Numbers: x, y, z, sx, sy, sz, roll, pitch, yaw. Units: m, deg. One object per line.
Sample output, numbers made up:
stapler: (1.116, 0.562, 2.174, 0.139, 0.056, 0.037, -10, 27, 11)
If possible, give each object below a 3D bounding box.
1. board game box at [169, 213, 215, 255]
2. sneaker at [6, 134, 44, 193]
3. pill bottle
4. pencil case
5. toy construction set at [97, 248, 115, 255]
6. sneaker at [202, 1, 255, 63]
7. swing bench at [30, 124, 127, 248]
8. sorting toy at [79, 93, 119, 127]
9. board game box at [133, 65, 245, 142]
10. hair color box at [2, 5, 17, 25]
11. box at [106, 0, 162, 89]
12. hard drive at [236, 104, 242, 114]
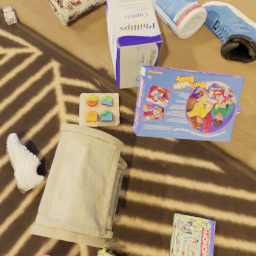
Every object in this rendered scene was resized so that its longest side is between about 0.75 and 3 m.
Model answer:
board game box: (1.767, 3.382, 7.808, 1.169, 0.253, 1.738, 9, 67, 5)
sneaker: (-3.208, 1.018, 8.668, 0.843, 0.721, 1.935, -20, 74, -22)
pill bottle: (1.745, -4.656, 10.618, 1.332, 1.332, 2.373, -32, 72, -12)
pencil case: (-1.674, -5.074, 10.896, 2.857, 1.111, 1.278, -34, 48, -14)
toy construction set: (-0.425, 3.570, 7.566, 0.921, 0.604, 0.424, 13, 48, 2)
sneaker: (3.631, -3.439, 10.231, 2.838, 1.089, 1.579, 36, 63, 7)
swing bench: (-1.045, 1.622, 7.290, 1.670, 2.575, 2.561, 10, 67, 4)
sorting toy: (-0.980, -0.649, 9.514, 1.357, 0.247, 1.256, -2, 67, -1)
board game box: (1.559, -0.616, 7.399, 2.622, 0.587, 1.763, 4, 107, -11)
hair color box: (-4.705, -4.497, 11.152, 0.381, 0.230, 0.761, -21, 69, -9)
box: (0.091, -3.018, 9.372, 1.332, 2.334, 2.538, -9, 67, -6)
hard drive: (2.648, -0.892, 9.606, 2.041, 0.259, 1.346, -14, 68, -6)
